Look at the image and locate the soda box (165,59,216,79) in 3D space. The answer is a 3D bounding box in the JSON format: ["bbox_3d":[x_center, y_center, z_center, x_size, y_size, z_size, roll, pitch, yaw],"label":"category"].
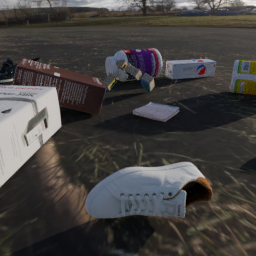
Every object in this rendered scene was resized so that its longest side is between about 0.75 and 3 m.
[{"bbox_3d":[3.037,-2.872,13.578,2.338,0.744,0.796,-8,25,-17],"label":"soda box"}]

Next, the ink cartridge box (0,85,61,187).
[{"bbox_3d":[-3.182,-0.043,6.532,2.180,1.231,2.971,3,25,10],"label":"ink cartridge box"}]

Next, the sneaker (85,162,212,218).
[{"bbox_3d":[0.390,1.079,4.454,2.077,0.756,0.879,-13,27,-16],"label":"sneaker"}]

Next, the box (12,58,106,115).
[{"bbox_3d":[-2.142,-1.306,8.821,2.669,1.000,1.337,13,19,-20],"label":"box"}]

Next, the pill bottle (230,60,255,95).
[{"bbox_3d":[5.160,-1.869,10.653,2.272,1.262,1.262,10,26,20],"label":"pill bottle"}]

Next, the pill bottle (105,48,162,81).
[{"bbox_3d":[0.256,-2.877,12.806,2.429,1.366,1.366,-11,26,-23],"label":"pill bottle"}]

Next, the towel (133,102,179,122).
[{"bbox_3d":[0.922,-0.544,9.005,1.164,0.188,1.112,15,28,32],"label":"towel"}]

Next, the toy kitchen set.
[{"bbox_3d":[0.017,-1.712,10.990,1.601,1.282,0.943,35,-3,12],"label":"toy kitchen set"}]

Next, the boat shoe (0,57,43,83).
[{"bbox_3d":[-5.291,-2.756,13.004,2.975,0.986,1.112,-15,28,-31],"label":"boat shoe"}]
